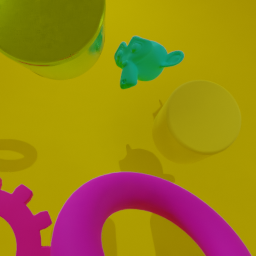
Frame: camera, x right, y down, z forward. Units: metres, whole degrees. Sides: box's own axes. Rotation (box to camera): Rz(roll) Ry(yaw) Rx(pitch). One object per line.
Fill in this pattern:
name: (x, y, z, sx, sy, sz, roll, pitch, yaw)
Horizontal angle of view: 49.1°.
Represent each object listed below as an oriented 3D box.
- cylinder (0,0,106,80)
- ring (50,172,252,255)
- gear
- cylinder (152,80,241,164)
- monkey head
cylinder: (-0.911, -1.279, 3.335, 1.280, 1.280, 1.280, 0, 93, -5)
ring: (0.189, 0.682, 1.492, 1.196, 0.239, 1.196, 21, 26, -11)
gear: (-1.737, 1.417, 3.190, 1.724, 0.319, 1.724, 6, 69, -15)
cylinder: (0.993, -0.038, 4.337, 1.081, 1.081, 1.081, 1, 75, -6)
monkey head: (0.251, -1.126, 5.278, 1.502, 0.905, 1.080, -11, 65, 43)
